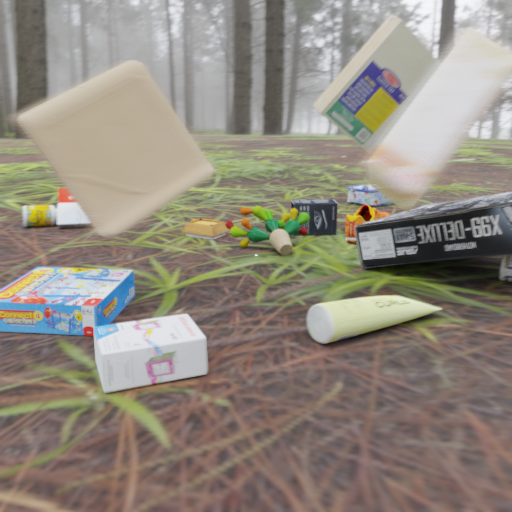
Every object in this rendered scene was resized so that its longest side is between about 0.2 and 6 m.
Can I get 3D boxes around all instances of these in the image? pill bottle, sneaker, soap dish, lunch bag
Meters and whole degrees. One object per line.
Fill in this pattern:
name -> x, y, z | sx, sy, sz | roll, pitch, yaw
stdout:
pill bottle -> -5.486, -1.032, 14.457 | 0.963, 0.543, 0.543 | -3, 16, -23
sneaker -> 2.789, -0.837, 13.295 | 0.776, 0.820, 2.127 | 8, 16, 31
pill bottle -> 4.916, 0.200, 9.936 | 1.043, 0.624, 0.624 | 9, 18, 26
soap dish -> -1.213, -0.661, 13.472 | 0.881, 0.358, 0.693 | 10, 18, 28
lunch bag -> 3.708, -1.953, 17.609 | 1.652, 0.624, 1.324 | -7, 16, -28

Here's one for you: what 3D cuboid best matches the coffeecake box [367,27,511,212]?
coffeecake box -> 2.706, -1.917, 8.457 | 0.838, 2.295, 1.761 | 38, 5, 12

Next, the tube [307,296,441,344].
tube -> 1.680, 0.808, 8.079 | 2.111, 0.548, 0.613 | -5, 54, -35

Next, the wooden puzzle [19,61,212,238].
wooden puzzle -> -2.049, -1.627, 8.421 | 2.036, 2.201, 0.410 | -36, 2, -23

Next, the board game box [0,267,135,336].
board game box -> -2.926, 0.652, 8.593 | 1.664, 0.475, 1.700 | 2, 16, 5

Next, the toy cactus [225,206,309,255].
toy cactus -> 0.363, -0.482, 12.361 | 1.874, 0.958, 1.546 | -2, 34, -18

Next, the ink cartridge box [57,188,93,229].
ink cartridge box -> -4.614, -1.300, 14.422 | 0.953, 1.190, 0.281 | -4, -21, -12

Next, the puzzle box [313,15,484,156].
puzzle box -> 3.020, -3.022, 11.559 | 3.341, 2.223, 0.425 | 28, 24, -38

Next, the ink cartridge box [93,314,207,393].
ink cartridge box -> -1.287, 1.144, 6.788 | 1.225, 0.518, 0.885 | -5, 16, -21

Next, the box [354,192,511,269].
box -> 4.140, -0.610, 10.609 | 3.602, 0.896, 2.840 | -7, 6, 42

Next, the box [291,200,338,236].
box -> 1.406, -0.937, 13.643 | 1.090, 0.806, 0.568 | 0, 15, -3
